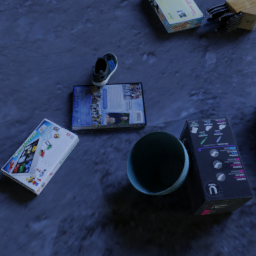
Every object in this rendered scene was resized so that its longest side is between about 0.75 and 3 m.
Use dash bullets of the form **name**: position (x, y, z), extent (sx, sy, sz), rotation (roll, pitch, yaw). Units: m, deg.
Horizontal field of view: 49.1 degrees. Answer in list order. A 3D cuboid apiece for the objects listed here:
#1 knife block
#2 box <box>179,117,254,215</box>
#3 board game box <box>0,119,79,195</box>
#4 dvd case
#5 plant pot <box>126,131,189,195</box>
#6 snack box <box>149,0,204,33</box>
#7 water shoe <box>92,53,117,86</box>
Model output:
- **knife block**: position (4.577, -5.156, 12.170), extent (2.176, 0.793, 2.479), rotation (18, 62, 9)
- **box**: position (2.380, 1.083, 8.071), extent (1.290, 1.487, 2.432), rotation (-5, 59, -3)
- **board game box**: position (-2.735, 0.843, 8.866), extent (1.367, 0.375, 2.165), rotation (27, 63, 15)
- **dvd case**: position (-0.686, -0.820, 9.948), extent (2.569, 0.225, 1.833), rotation (-3, 58, -2)
- **plant pot**: position (1.018, 1.128, 8.082), extent (1.783, 1.201, 1.783), rotation (-15, 61, 27)
- **snack box**: position (2.040, -5.496, 12.539), extent (1.618, 0.517, 2.786), rotation (-16, 61, -9)
- **water shoe**: position (-0.822, -2.369, 10.452), extent (0.680, 0.751, 1.903), rotation (10, 50, 6)
